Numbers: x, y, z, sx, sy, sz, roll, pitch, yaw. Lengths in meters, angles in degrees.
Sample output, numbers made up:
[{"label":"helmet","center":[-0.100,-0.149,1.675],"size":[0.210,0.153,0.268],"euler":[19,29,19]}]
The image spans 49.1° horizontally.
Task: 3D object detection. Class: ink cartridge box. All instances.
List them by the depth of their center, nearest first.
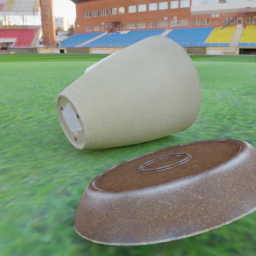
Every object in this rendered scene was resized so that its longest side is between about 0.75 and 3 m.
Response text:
[{"label":"ink cartridge box","center":[-0.459,-1.457,9.662],"size":[1.310,1.789,0.768],"euler":[-26,40,14]}]

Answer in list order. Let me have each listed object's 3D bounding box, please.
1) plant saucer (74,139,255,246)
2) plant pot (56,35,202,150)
[{"label":"plant saucer","center":[0.569,0.685,3.983],"size":[2.860,0.493,2.860],"euler":[-17,4,1]},{"label":"plant pot","center":[-0.183,-0.660,7.035],"size":[2.918,2.733,2.733],"euler":[-24,27,-31]}]
